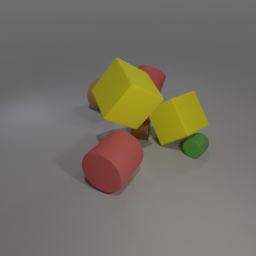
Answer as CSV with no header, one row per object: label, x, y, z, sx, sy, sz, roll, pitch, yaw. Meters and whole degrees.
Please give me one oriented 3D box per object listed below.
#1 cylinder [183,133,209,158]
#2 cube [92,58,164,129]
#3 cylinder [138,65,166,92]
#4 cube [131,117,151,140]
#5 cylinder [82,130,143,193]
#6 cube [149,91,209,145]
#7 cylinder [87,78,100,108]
cylinder,2.451,0.616,10.084,0.700,0.700,0.700,23,36,34
cube,-0.039,-1.038,8.749,1.400,1.400,1.400,17,35,-41
cylinder,0.903,-2.021,13.194,1.400,1.400,1.400,21,-8,3
cube,0.529,-0.017,11.204,0.700,0.700,0.700,6,30,10
cylinder,-0.442,0.993,8.528,1.400,1.400,1.400,15,34,24
cube,1.854,-0.364,10.461,1.400,1.400,1.400,-21,-3,-40
cylinder,-0.928,-1.491,12.982,1.400,1.400,1.400,22,36,36
